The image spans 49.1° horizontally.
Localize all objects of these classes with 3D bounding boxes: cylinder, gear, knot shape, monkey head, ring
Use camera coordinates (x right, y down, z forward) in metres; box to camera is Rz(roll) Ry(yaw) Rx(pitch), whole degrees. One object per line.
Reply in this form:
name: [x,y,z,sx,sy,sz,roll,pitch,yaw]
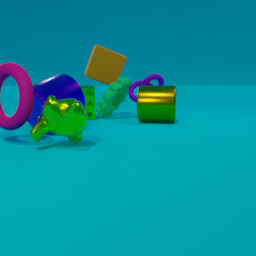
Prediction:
cylinder: [1.014,-0.833,9.686,1.268,1.268,1.268,2,10,10]
cylinder: [-2.075,-0.689,7.763,1.295,1.295,1.295,7,31,38]
gear: [-0.518,-1.191,10.823,0.321,1.737,1.737,40,21,12]
knot shape: [0.669,-1.368,10.623,1.335,1.427,0.659,5,16,7]
monkey head: [-1.405,-0.086,5.888,0.967,1.155,1.605,25,-26,8]
ring: [-2.640,-0.694,6.221,1.497,1.497,0.299,6,6,32]

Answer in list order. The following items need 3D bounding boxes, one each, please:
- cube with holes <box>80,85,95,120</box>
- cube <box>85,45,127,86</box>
cube with holes: [-2.005,-0.987,10.695,1.245,1.245,1.245,-3,10,-20]
cube: [-0.903,-2.438,10.960,1.230,1.230,1.230,19,12,-15]
